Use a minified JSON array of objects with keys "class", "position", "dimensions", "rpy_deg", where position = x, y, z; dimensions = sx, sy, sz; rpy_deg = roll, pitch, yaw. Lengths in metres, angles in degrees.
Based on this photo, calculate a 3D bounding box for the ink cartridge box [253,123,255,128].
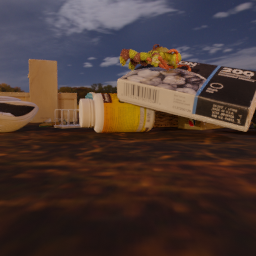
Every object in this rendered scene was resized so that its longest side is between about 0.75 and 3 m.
[{"class":"ink cartridge box","position":[4.179,-0.296,7.887],"dimensions":[1.148,0.596,0.340],"rpy_deg":[0,5,9]}]

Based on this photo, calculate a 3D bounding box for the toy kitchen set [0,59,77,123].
[{"class":"toy kitchen set","position":[-3.927,-1.481,11.907],"dimensions":[2.957,2.412,2.667],"rpy_deg":[-2,4,-25]}]

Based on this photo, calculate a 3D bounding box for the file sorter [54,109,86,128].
[{"class":"file sorter","position":[-1.637,-0.277,8.147],"dimensions":[0.855,0.533,0.594],"rpy_deg":[-2,5,-36]}]

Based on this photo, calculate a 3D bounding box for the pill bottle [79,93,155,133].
[{"class":"pill bottle","position":[-0.266,-0.343,6.397],"dimensions":[1.628,0.889,0.889],"rpy_deg":[-1,4,-16]}]

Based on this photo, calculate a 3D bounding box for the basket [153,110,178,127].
[{"class":"basket","position":[1.011,-0.772,8.630],"dimensions":[1.954,1.456,1.395],"rpy_deg":[-2,4,-20]}]

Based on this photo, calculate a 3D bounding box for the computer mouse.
[{"class":"computer mouse","position":[-3.134,-0.200,5.982],"dimensions":[2.598,0.570,1.425],"rpy_deg":[-3,-18,-41]}]

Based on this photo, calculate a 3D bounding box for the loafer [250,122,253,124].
[{"class":"loafer","position":[3.836,-0.451,9.997],"dimensions":[1.621,0.613,0.553],"rpy_deg":[4,-6,14]}]

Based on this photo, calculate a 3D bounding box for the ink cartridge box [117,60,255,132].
[{"class":"ink cartridge box","position":[1.551,-1.047,6.306],"dimensions":[2.651,0.581,2.676],"rpy_deg":[16,33,24]}]

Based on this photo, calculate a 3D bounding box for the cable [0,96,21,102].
[{"class":"cable","position":[-3.741,-0.427,7.451],"dimensions":[1.893,0.656,1.893],"rpy_deg":[-6,-4,-32]}]

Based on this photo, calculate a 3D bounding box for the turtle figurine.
[{"class":"turtle figurine","position":[0.506,-1.395,5.545],"dimensions":[1.283,0.512,1.591],"rpy_deg":[6,12,27]}]

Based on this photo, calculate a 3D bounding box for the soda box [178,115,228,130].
[{"class":"soda box","position":[2.415,-0.373,8.024],"dimensions":[2.300,0.736,0.779],"rpy_deg":[-3,5,-42]}]

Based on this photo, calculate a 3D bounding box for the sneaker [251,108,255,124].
[{"class":"sneaker","position":[4.241,-0.392,6.432],"dimensions":[2.999,1.109,1.233],"rpy_deg":[8,1,39]}]

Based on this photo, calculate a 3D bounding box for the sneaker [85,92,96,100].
[{"class":"sneaker","position":[-0.531,-0.587,7.483],"dimensions":[0.609,0.643,1.591],"rpy_deg":[19,-11,38]}]

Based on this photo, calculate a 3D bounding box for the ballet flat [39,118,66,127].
[{"class":"ballet flat","position":[-2.302,-0.172,8.551],"dimensions":[0.812,0.287,0.287],"rpy_deg":[-1,4,-18]}]
